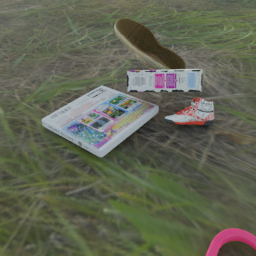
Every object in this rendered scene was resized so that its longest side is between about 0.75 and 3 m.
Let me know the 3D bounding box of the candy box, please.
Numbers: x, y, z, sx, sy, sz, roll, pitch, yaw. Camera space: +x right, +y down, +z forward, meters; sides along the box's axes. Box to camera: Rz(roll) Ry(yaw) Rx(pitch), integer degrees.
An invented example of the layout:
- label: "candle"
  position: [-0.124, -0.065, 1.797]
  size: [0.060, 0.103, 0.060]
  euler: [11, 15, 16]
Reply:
- label: "candy box"
  position: [1.114, -1.446, 8.517]
  size: [2.131, 0.650, 1.453]
  euler: [0, 12, 10]

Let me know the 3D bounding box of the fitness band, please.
- label: "fitness band"
  position: [1.949, 2.559, 4.930]
  size: [1.201, 0.313, 1.672]
  euler: [18, 43, 25]

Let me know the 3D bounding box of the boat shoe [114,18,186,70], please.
- label: "boat shoe"
  position: [0.664, -2.666, 9.876]
  size: [2.902, 0.943, 1.047]
  euler: [33, 63, -13]

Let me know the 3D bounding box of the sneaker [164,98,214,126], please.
- label: "sneaker"
  position: [1.825, -0.510, 8.368]
  size: [1.506, 0.807, 0.503]
  euler: [2, 6, -3]

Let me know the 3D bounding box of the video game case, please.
- label: "video game case"
  position: [-0.809, -0.368, 8.598]
  size: [2.453, 0.319, 2.695]
  euler: [24, 43, 31]
